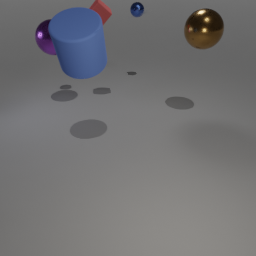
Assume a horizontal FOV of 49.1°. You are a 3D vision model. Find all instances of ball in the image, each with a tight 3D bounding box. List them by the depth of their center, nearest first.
[{"bbox_3d":[2.731,-3.556,10.104,1.400,1.400,1.400,0,29,0],"label":"ball"},{"bbox_3d":[-3.043,-3.674,11.376,1.400,1.400,1.400,0,29,0],"label":"ball"},{"bbox_3d":[0.458,-5.873,13.904,0.700,0.700,0.700,0,29,0],"label":"ball"}]

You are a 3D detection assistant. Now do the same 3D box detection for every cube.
[{"bbox_3d":[-1.135,-4.566,11.093,0.700,0.700,0.700,33,26,-29],"label":"cube"}]

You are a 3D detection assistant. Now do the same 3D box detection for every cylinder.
[{"bbox_3d":[-1.342,-2.338,7.811,1.400,1.400,1.400,-1,58,2],"label":"cylinder"}]
